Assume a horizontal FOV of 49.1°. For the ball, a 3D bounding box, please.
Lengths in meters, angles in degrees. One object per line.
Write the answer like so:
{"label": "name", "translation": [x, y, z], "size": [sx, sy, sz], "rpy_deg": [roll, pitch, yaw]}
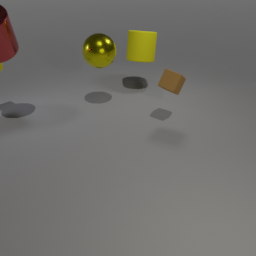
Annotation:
{"label": "ball", "translation": [-1.177, -3.168, 11.530], "size": [1.400, 1.400, 1.400], "rpy_deg": [0, 29, 0]}

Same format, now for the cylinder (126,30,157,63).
{"label": "cylinder", "translation": [0.659, -4.017, 13.750], "size": [1.400, 1.400, 1.400], "rpy_deg": [4, 20, -1]}

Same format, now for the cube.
{"label": "cube", "translation": [1.662, -1.742, 10.597], "size": [0.700, 0.700, 0.700], "rpy_deg": [28, 8, 24]}

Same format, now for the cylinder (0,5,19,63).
{"label": "cylinder", "translation": [-4.490, -3.105, 9.201], "size": [1.400, 1.400, 1.400], "rpy_deg": [2, 58, -3]}

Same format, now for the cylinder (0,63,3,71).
{"label": "cylinder", "translation": [-5.395, -2.465, 10.930], "size": [0.700, 0.700, 0.700], "rpy_deg": [25, 45, 37]}
